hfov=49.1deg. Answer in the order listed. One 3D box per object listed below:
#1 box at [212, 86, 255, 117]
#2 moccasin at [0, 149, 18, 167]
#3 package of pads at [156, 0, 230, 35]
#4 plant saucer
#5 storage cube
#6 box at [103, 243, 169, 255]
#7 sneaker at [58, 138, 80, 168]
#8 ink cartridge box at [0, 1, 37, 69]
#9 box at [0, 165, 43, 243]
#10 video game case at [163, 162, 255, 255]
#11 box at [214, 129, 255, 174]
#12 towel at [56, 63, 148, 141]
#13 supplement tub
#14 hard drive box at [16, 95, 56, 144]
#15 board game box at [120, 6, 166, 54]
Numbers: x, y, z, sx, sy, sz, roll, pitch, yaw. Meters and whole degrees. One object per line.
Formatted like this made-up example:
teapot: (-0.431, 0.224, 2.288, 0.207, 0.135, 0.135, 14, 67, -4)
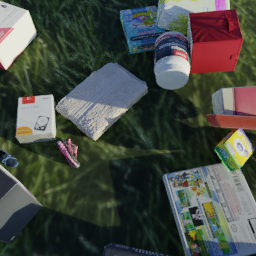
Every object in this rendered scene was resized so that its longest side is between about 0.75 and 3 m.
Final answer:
box: (3.351, -0.707, 8.112, 1.550, 0.991, 0.844, -4, 86, 1)
moccasin: (-3.583, 0.874, 8.140, 0.819, 0.279, 0.329, 28, 65, 14)
package of pads: (2.449, -4.408, 10.491, 2.691, 0.918, 2.079, 12, 60, -6)
plant saucer: (3.182, -0.145, 7.746, 1.903, 1.899, 0.349, 5, 92, 10)
storage cube: (2.824, -2.863, 9.455, 1.526, 1.698, 1.451, -2, 62, 6)
box: (0.651, 3.685, 5.744, 2.659, 1.423, 1.973, 10, 71, 7)
sneaker: (-1.644, 0.698, 8.220, 0.483, 0.400, 1.014, -28, 65, -27)
ink cartridge box: (-5.116, -3.567, 10.089, 2.752, 1.161, 1.992, 22, 63, 12)
box: (-3.428, 1.508, 6.766, 2.067, 2.084, 1.284, 35, 66, 17)
video game case: (2.300, 2.170, 7.402, 2.207, 0.266, 2.421, -10, 62, -8)
box: (2.964, 0.607, 7.802, 1.403, 0.339, 0.823, -31, 89, -40)
towel: (-0.779, -0.982, 9.065, 1.773, 0.461, 2.675, 37, 68, 19)
supplement tub: (1.464, -2.257, 9.358, 1.166, 1.166, 1.662, 3, 61, 2)
hard drive box: (-2.812, -0.277, 8.634, 1.076, 0.530, 1.381, -7, 61, -5)
board game box: (0.584, -3.752, 10.605, 1.429, 0.444, 1.893, -11, 62, -6)
